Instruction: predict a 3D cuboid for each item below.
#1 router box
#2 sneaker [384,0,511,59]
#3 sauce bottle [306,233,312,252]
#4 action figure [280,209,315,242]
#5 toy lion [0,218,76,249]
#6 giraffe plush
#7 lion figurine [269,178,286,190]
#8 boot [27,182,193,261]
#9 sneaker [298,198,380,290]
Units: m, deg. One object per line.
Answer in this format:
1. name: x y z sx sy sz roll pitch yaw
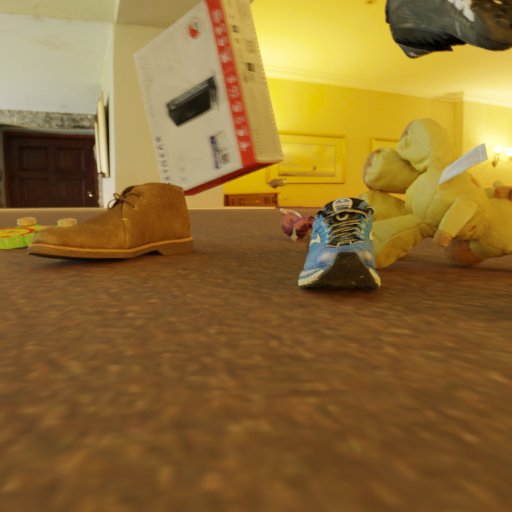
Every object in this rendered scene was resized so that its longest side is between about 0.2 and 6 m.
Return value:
1. router box: -1.069 -3.115 11.541 2.970 3.310 0.809 -14 -1 45
2. sneaker: 2.444 -3.083 7.317 0.951 1.295 2.863 -2 42 -17
3. sauce bottle: 1.616 -0.254 10.783 1.284 0.424 0.424 0 6 -4
4. action figure: 1.197 -0.783 13.584 0.849 0.944 1.268 3 -10 -29
5. toy lion: -4.990 -0.421 12.088 1.727 0.593 1.655 2 14 16
6. giraffe plush: 3.042 -0.664 8.363 2.184 2.324 2.693 20 -13 -25
7. lion figurine: 0.474 -1.698 13.037 0.424 0.251 0.692 -4 2 9
8. boot: -2.411 -0.598 9.704 1.324 1.358 3.598 6 9 28
9. sneaker: 1.005 -0.176 6.973 0.960 1.090 2.445 0 7 4
